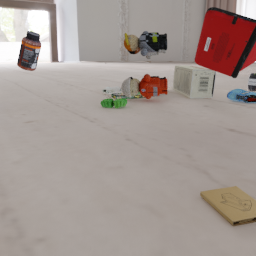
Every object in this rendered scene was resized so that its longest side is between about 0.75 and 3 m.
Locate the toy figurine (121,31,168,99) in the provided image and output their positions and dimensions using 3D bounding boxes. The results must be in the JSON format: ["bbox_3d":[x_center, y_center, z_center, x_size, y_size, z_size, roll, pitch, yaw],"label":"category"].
[{"bbox_3d":[0.681,-2.650,11.910,1.929,2.729,2.772,-1,14,7],"label":"toy figurine"}]

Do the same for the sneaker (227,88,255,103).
[{"bbox_3d":[4.634,-1.267,11.165,1.315,0.515,0.591,6,20,21],"label":"sneaker"}]

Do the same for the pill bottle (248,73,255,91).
[{"bbox_3d":[6.855,-2.232,13.803,1.641,0.872,0.872,11,20,34],"label":"pill bottle"}]

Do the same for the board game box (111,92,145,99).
[{"bbox_3d":[0.063,-1.430,12.334,1.459,0.171,0.764,-5,15,-18],"label":"board game box"}]

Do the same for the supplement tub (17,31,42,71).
[{"bbox_3d":[-2.675,-2.110,7.650,0.535,1.001,0.535,19,26,-10],"label":"supplement tub"}]

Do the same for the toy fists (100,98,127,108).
[{"bbox_3d":[-0.515,-0.909,10.240,0.988,0.340,0.504,3,9,14],"label":"toy fists"}]

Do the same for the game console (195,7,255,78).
[{"bbox_3d":[2.617,-2.167,6.461,1.684,1.160,1.954,24,-17,13],"label":"game console"}]

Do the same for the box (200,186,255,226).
[{"bbox_3d":[1.486,1.053,3.884,0.643,0.084,0.786,-5,16,-16],"label":"box"}]

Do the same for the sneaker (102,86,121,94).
[{"bbox_3d":[-0.767,-1.727,13.095,1.059,0.372,0.424,5,23,39],"label":"sneaker"}]

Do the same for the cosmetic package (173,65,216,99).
[{"bbox_3d":[2.987,-2.182,12.945,1.085,1.286,2.487,-1,18,-9],"label":"cosmetic package"}]
